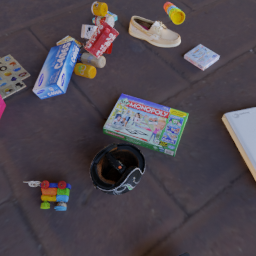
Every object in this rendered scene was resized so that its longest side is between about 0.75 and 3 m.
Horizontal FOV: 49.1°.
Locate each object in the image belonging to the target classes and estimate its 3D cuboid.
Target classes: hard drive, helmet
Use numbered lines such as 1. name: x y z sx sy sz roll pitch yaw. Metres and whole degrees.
1. hard drive: 4.550 0.564 9.013 1.918 0.388 2.907 -11 54 -8
2. helmet: -0.263 1.154 7.947 1.508 1.438 1.508 -2 83 19

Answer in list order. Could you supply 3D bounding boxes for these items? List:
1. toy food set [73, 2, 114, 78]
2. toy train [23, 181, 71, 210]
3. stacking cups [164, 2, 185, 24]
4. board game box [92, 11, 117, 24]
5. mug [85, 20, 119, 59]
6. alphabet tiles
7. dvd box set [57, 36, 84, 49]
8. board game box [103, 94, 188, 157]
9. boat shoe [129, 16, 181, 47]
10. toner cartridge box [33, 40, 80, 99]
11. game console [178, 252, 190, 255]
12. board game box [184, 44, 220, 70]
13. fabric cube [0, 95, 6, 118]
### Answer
1. toy food set: -1.459 -3.422 10.931 1.241 2.757 1.316 19 19 27
2. toy train: -2.358 1.936 7.976 1.369 0.579 0.792 1 68 1
3. stacking cups: 0.879 -2.312 5.600 0.256 0.256 0.845 -9 36 -6
4. board game box: -1.086 -5.131 13.210 0.716 0.222 0.948 35 61 22
5. mug: -0.688 -2.133 6.715 0.527 0.701 0.789 40 99 13
6. alphabet tiles: -5.213 -2.033 11.073 2.093 0.080 2.516 -36 62 -23
7. dvd box set: -2.504 -3.609 12.161 0.976 0.144 0.714 35 60 22
8. board game box: 0.623 -0.159 9.551 2.498 0.364 1.681 17 57 12
9. boat shoe: 1.142 -4.230 12.174 2.435 0.842 0.898 21 57 14
10. toner cartridge box: -2.682 -2.263 10.701 1.152 0.524 2.426 -11 50 25
11. game console: 1.090 3.692 6.571 1.194 0.707 1.019 -17 55 -11
12. board game box: 3.066 -2.953 11.646 1.037 0.213 1.035 -36 62 -23
13. fabric cube: -4.972 -0.709 9.533 1.028 1.048 1.044 5 56 3
